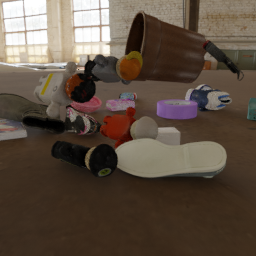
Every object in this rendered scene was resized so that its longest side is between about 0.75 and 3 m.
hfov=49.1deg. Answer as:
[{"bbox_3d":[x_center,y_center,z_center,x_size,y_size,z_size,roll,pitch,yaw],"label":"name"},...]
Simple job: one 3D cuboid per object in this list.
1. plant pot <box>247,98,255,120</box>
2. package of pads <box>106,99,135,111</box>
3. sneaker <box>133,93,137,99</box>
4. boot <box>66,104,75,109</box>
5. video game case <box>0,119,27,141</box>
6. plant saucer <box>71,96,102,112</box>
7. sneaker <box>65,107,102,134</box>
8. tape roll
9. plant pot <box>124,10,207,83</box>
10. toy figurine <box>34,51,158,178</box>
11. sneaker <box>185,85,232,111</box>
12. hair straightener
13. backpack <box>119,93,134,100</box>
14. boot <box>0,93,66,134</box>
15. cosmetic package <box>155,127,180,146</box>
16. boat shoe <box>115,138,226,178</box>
[{"bbox_3d":[5.808,-0.777,12.603,0.835,0.835,1.182,10,26,31],"label":"plant pot"},{"bbox_3d":[-0.395,-1.216,14.669,1.357,0.514,0.818,-6,19,-22],"label":"package of pads"},{"bbox_3d":[0.265,-2.082,18.166,0.557,0.353,0.991,1,17,-8],"label":"sneaker"},{"bbox_3d":[-2.849,-1.227,15.140,1.008,0.347,1.082,0,11,-7],"label":"boot"},{"bbox_3d":[-5.146,0.094,10.260,2.452,0.282,2.235,-7,17,-27],"label":"video game case"},{"bbox_3d":[-2.249,-1.313,14.376,1.785,0.453,1.785,15,25,-7],"label":"plant saucer"},{"bbox_3d":[-1.719,-0.151,10.572,0.954,0.888,2.211,10,12,-32],"label":"sneaker"},{"bbox_3d":[2.340,-0.917,13.387,1.881,0.617,1.881,0,14,0],"label":"tape roll"},{"bbox_3d":[1.620,-3.286,12.339,2.970,3.001,3.001,7,13,-14],"label":"plant pot"},{"bbox_3d":[-0.685,-0.436,7.245,1.975,2.795,2.839,7,25,42],"label":"toy figurine"},{"bbox_3d":[4.590,-1.573,15.049,2.119,1.166,2.894,19,20,33],"label":"sneaker"},{"bbox_3d":[3.782,-2.514,10.864,2.168,0.443,0.834,39,22,-21],"label":"hair straightener"},{"bbox_3d":[-0.008,-1.920,17.247,0.711,0.671,0.872,-3,28,-36],"label":"backpack"},{"bbox_3d":[-3.856,-0.545,10.487,2.975,1.007,1.943,10,11,-21],"label":"boot"},{"bbox_3d":[0.873,0.349,8.772,1.381,0.586,0.743,-4,14,-7],"label":"cosmetic package"},{"bbox_3d":[0.987,0.861,6.961,2.756,1.004,0.852,-2,-30,17],"label":"boat shoe"}]
